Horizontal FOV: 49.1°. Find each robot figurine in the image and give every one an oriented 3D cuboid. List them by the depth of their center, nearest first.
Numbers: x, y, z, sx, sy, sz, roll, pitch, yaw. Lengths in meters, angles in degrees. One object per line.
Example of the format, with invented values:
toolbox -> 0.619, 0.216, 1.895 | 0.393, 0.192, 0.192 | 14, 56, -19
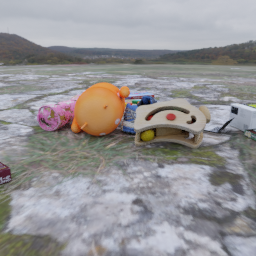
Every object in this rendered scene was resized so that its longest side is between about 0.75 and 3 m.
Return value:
robot figurine -> -0.942, -0.668, 9.678 | 2.013, 1.632, 2.798 | 3, 15, 3

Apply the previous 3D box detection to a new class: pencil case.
pencil case -> -2.372, -0.625, 10.637 | 1.032, 0.987, 2.385 | -33, 2, 27

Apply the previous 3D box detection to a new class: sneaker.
sneaker -> 0.960, -0.585, 10.117 | 2.773, 1.181, 1.068 | -14, 21, -42

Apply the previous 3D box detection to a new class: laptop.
laptop -> 3.216, -0.148, 9.891 | 0.809, 0.469, 0.757 | 13, 20, 38

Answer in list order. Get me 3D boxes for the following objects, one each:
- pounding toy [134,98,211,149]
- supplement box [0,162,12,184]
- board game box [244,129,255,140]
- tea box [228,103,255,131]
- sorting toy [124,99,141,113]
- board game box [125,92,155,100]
pounding toy -> 1.460, 0.139, 8.571 | 2.635, 1.512, 1.507 | -12, 46, -7
supplement box -> -3.124, 0.971, 6.255 | 1.079, 0.328, 0.587 | 13, 21, 42
board game box -> 4.577, 0.381, 8.470 | 1.032, 0.231, 1.969 | -2, 17, -14
tea box -> 4.503, -0.376, 9.984 | 1.239, 0.841, 1.259 | -4, 17, -12
sorting toy -> 0.191, -1.129, 13.445 | 1.902, 0.375, 2.054 | -5, 17, -18
board game box -> 0.219, -1.847, 16.193 | 2.346, 0.228, 1.208 | -7, 19, -23
